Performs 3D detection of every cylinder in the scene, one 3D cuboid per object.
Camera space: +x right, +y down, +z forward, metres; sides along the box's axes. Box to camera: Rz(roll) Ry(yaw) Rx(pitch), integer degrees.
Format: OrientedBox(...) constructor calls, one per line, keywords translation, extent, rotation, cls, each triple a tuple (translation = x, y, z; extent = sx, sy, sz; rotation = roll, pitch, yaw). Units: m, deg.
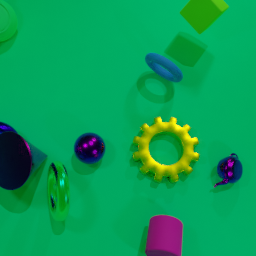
OrientedBox(translation=(0.855, 2.592, 6.554), extent=(0.816, 0.816, 0.816), rotation=(11, 48, 4), cls="cylinder")

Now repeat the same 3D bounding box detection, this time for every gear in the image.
OrientedBox(translation=(1.010, 0.585, 7.585), extent=(1.778, 0.329, 1.778), rotation=(0, 72, 0), cls="gear")

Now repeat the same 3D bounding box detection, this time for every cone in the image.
OrientedBox(translation=(-2.458, 0.753, 7.007), extent=(1.346, 1.352, 1.346), rotation=(0, 89, 24), cls="cone")

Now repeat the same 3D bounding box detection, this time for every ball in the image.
OrientedBox(translation=(-1.001, 0.529, 7.337), extent=(0.836, 0.836, 0.836), rotation=(0, 72, 0), cls="ball")

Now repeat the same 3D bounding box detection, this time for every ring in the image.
OrientedBox(translation=(0.998, -1.680, 7.836), extent=(1.214, 1.214, 0.243), rotation=(33, 89, 10), cls="ring")
OrientedBox(translation=(-1.693, 1.508, 6.758), extent=(0.289, 1.445, 1.445), rotation=(-1, 70, -27), cls="ring")

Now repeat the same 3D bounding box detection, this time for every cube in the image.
OrientedBox(translation=(2.131, -3.298, 7.818), extent=(0.848, 0.848, 0.848), rotation=(47, 42, -1), cls="cube")

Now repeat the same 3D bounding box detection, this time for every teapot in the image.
OrientedBox(translation=(-3.959, -3.163, 8.295), extent=(1.252, 0.986, 2.013), rotation=(8, 98, -21), cls="teapot")
OrientedBox(translation=(2.593, 1.104, 7.288), extent=(0.708, 0.557, 1.139), rotation=(48, 61, -26), cls="teapot")

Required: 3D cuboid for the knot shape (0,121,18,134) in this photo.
OrientedBox(translation=(-3.729, 0.431, 7.275), extent=(1.866, 0.921, 1.994), rotation=(4, 67, -8), cls="knot shape")
